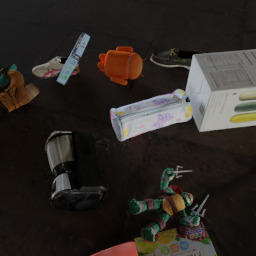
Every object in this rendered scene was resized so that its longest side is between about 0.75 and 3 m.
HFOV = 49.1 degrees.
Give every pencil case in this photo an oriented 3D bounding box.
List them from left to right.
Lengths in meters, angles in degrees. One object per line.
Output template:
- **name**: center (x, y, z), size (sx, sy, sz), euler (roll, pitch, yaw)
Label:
- **pencil case**: center (0.837, -0.477, 10.082), size (2.951, 1.339, 1.227), euler (-17, 95, -12)

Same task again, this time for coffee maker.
- **coffee maker**: center (-1.357, 1.227, 8.539), size (2.138, 1.499, 2.226), euler (-12, 52, -11)

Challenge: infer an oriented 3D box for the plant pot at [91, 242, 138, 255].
- **plant pot**: center (-0.378, 3.696, 6.442), size (1.727, 1.727, 1.528), euler (-15, 63, -13)

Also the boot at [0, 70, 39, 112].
- **boot**: center (-4.767, -1.508, 11.453), size (1.932, 0.741, 1.500), euler (38, 63, 19)

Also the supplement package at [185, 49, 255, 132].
- **supplement package**: center (3.824, -1.395, 10.351), size (2.725, 2.068, 2.053), euler (-6, 50, -5)

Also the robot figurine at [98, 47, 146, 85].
- **robot figurine**: center (-0.254, -2.699, 12.084), size (2.004, 1.168, 1.441), euler (8, 44, 9)

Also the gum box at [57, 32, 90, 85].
- **gum box**: center (-1.643, -2.081, 8.429), size (0.283, 1.272, 1.081), euler (28, 46, -17)

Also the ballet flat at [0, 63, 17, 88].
- **ballet flat**: center (-5.402, -2.244, 12.140), size (0.566, 0.562, 1.654), euler (-1, 39, 11)

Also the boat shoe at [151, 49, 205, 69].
- **boat shoe**: center (2.298, -3.264, 12.800), size (2.519, 0.758, 0.898), euler (9, 50, 8)

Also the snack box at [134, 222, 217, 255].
- **snack box**: center (1.276, 3.408, 7.320), size (1.968, 0.521, 1.400), euler (-11, 51, -9)

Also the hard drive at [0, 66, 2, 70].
- **hard drive**: center (-7.380, -2.455, 12.253), size (2.052, 0.556, 2.937), euler (36, 58, 26)

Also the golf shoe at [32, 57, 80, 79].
- **golf shoe**: center (-3.192, -2.759, 12.271), size (2.045, 0.942, 0.743), euler (-11, 52, -8)

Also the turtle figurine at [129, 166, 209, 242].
- **turtle figurine**: center (1.257, 2.164, 7.920), size (2.333, 1.175, 1.747), euler (-18, 51, -31)
